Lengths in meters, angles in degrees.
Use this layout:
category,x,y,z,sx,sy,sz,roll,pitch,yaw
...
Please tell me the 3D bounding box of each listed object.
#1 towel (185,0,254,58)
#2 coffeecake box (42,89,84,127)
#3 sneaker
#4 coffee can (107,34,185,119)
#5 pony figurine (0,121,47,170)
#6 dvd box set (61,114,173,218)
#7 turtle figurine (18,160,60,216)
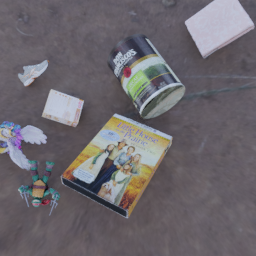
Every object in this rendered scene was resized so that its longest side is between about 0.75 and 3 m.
category,x,y,z,sx,sy,sz,roll,pitch,yaw
towel,2.923,-3.383,9.164,1.762,0.297,1.845,-30,54,25
coffeecake box,-1.933,-0.583,8.379,1.030,0.376,0.791,19,66,-18
sneaker,-3.020,-1.840,8.897,1.122,0.425,0.516,-38,113,8
coffee can,0.520,-1.534,8.396,1.510,1.510,2.063,-28,69,-11
pony figurine,-3.160,0.370,7.674,1.462,1.412,1.218,-7,52,33
dvd box set,-0.187,0.795,7.152,1.851,0.372,2.530,24,50,18
turtle figurine,-2.340,1.563,7.350,1.035,0.696,1.383,8,81,-27
